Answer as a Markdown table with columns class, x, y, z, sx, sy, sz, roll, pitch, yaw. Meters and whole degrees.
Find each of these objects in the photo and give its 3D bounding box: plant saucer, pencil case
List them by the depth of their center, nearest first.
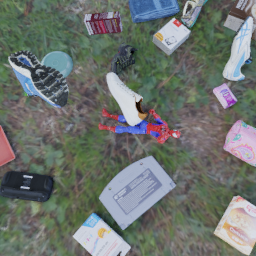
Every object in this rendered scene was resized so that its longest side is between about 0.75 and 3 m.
| class | x | y | z | sx | sy | sz | roll | pitch | yaw |
| --- | --- | --- | --- | --- | --- | --- | --- | --- | --- |
| pencil case | 4.569 | 0.831 | 9.142 | 2.762 | 1.207 | 1.207 | 30 | 75 | 10 |
| plant saucer | -4.723 | 0.800 | 9.637 | 1.372 | 0.252 | 1.375 | -29 | 76 | -8 |
| plant saucer | -2.730 | -2.423 | 10.633 | 1.247 | 0.224 | 1.247 | 0 | 73 | 0 |

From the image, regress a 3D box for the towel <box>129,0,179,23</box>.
| class | x | y | z | sx | sy | sz | roll | pitch | yaw |
| --- | --- | --- | --- | --- | --- | --- | --- | --- | --- |
| towel | 1.022 | -4.896 | 11.251 | 1.900 | 0.461 | 1.061 | -14 | 74 | -4 |

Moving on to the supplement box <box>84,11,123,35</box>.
| class | x | y | z | sx | sy | sz | roll | pitch | yaw |
| --- | --- | --- | --- | --- | --- | --- | --- | --- | --- |
| supplement box | -0.713 | -3.088 | 8.263 | 1.020 | 0.555 | 0.311 | 0 | 61 | 12 |

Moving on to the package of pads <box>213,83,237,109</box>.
| class | x | y | z | sx | sy | sz | roll | pitch | yaw |
| --- | --- | --- | --- | --- | --- | --- | --- | --- | --- |
| package of pads | 3.523 | -1.170 | 10.201 | 0.501 | 0.315 | 0.832 | -27 | 75 | -5 |

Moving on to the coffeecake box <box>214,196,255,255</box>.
| class | x | y | z | sx | sy | sz | roll | pitch | yaw |
| --- | --- | --- | --- | --- | --- | --- | --- | --- | --- |
| coffeecake box | 3.558 | 3.038 | 8.818 | 1.068 | 0.508 | 1.391 | 33 | 76 | 9 |

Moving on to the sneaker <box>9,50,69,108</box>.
| class | x | y | z | sx | sy | sz | roll | pitch | yaw |
| --- | --- | --- | --- | --- | --- | --- | --- | --- | --- |
| sneaker | -2.568 | -1.333 | 8.306 | 0.905 | 1.027 | 2.304 | -36 | 66 | -28 |

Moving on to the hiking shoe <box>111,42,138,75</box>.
| class | x | y | z | sx | sy | sz | roll | pitch | yaw |
| --- | --- | --- | --- | --- | --- | --- | --- | --- | --- |
| hiking shoe | -0.138 | -2.505 | 10.470 | 0.759 | 0.571 | 1.508 | 18 | 73 | 9 |

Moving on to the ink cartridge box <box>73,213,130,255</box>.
| class | x | y | z | sx | sy | sz | roll | pitch | yaw |
| --- | --- | --- | --- | --- | --- | --- | --- | --- | --- |
| ink cartridge box | -0.782 | 3.516 | 8.658 | 1.588 | 0.539 | 0.914 | 39 | 77 | 11 |

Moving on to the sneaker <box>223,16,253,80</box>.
| class | x | y | z | sx | sy | sz | roll | pitch | yaw |
| --- | --- | --- | --- | --- | --- | --- | --- | --- | --- |
| sneaker | 4.199 | -2.882 | 10.281 | 0.855 | 0.848 | 2.360 | 17 | 92 | 11 |

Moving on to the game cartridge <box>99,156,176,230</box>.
| class | x | y | z | sx | sy | sz | roll | pitch | yaw |
| --- | --- | --- | --- | --- | --- | --- | --- | --- | --- |
| game cartridge | 0.253 | 2.011 | 9.192 | 2.242 | 0.458 | 1.493 | -37 | 80 | -10 |

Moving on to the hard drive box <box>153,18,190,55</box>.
| class | x | y | z | sx | sy | sz | roll | pitch | yaw |
| --- | --- | --- | --- | --- | --- | --- | --- | --- | --- |
| hard drive box | 1.676 | -3.541 | 10.855 | 0.896 | 0.442 | 1.150 | 43 | 77 | 11 |

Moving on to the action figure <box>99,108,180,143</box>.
| class | x | y | z | sx | sy | sz | roll | pitch | yaw |
| --- | --- | --- | --- | --- | --- | --- | --- | --- | --- |
| action figure | 0.443 | -0.152 | 9.377 | 2.799 | 1.385 | 0.913 | 12 | 71 | 1 |

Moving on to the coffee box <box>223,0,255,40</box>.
| class | x | y | z | sx | sy | sz | roll | pitch | yaw |
| --- | --- | --- | --- | --- | --- | --- | --- | --- | --- |
| coffee box | 5.007 | -4.220 | 10.844 | 2.135 | 0.851 | 1.221 | 28 | 75 | 8 |

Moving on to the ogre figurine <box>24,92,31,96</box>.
| class | x | y | z | sx | sy | sz | roll | pitch | yaw |
| --- | --- | --- | --- | --- | --- | --- | --- | --- | --- |
| ogre figurine | -3.391 | -1.447 | 10.266 | 0.827 | 0.406 | 0.496 | -6 | 91 | 13 |

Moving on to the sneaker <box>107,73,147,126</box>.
| class | x | y | z | sx | sy | sz | roll | pitch | yaw |
| --- | --- | --- | --- | --- | --- | --- | --- | --- | --- |
| sneaker | 0.028 | -1.088 | 9.259 | 0.818 | 0.703 | 1.932 | -30 | 89 | 26 |

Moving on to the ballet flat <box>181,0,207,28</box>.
| class | x | y | z | sx | sy | sz | roll | pitch | yaw |
| --- | --- | --- | --- | --- | --- | --- | --- | --- | --- |
| ballet flat | 2.706 | -4.929 | 11.100 | 0.730 | 0.730 | 2.029 | 30 | 77 | 9 |

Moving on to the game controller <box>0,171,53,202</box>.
| class | x | y | z | sx | sy | sz | roll | pitch | yaw |
| --- | --- | --- | --- | --- | --- | --- | --- | --- | --- |
| game controller | -3.369 | 1.924 | 9.299 | 1.712 | 0.361 | 0.893 | 7 | 59 | 2 |
